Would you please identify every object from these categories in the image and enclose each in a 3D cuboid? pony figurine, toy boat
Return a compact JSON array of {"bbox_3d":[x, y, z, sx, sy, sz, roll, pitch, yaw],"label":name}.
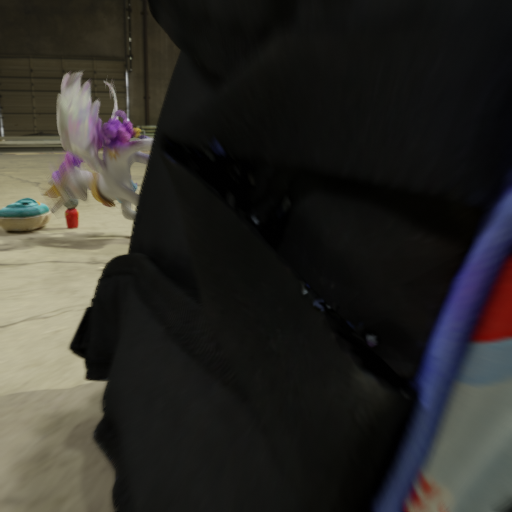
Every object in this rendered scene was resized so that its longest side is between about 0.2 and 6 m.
[{"bbox_3d":[-2.520,-1.770,9.995,2.642,2.550,2.200,14,12,9],"label":"pony figurine"},{"bbox_3d":[-4.262,-0.893,11.100,1.515,0.704,1.273,-1,13,-2],"label":"toy boat"}]

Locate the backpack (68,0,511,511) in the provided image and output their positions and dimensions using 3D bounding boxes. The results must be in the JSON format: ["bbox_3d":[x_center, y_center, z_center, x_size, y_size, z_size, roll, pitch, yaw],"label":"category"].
[{"bbox_3d":[0.586,-0.203,2.762,2.928,3.801,3.620,11,15,-12],"label":"backpack"}]
